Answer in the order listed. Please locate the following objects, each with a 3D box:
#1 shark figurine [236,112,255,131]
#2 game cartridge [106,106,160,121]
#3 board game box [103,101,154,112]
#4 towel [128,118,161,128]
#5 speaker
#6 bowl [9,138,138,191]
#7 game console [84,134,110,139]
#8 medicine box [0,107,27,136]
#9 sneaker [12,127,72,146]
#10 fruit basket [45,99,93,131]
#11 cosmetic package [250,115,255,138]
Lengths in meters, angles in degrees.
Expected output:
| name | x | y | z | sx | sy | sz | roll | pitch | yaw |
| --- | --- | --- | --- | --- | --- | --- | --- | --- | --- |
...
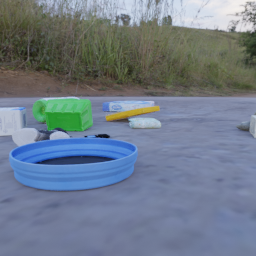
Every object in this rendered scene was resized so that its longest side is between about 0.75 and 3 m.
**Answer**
| name | x | y | z | sx | sy | sz | roll | pitch | yaw |
| --- | --- | --- | --- | --- | --- | --- | --- | --- | --- |
| shark figurine | 5.150 | -0.271 | 10.280 | 1.180 | 1.975 | 0.824 | 27 | 39 | -23 |
| game cartridge | 0.289 | -0.725 | 13.796 | 2.160 | 0.350 | 1.904 | -8 | 2 | 32 |
| board game box | 0.118 | -1.570 | 20.048 | 2.971 | 0.648 | 2.985 | 4 | 9 | 17 |
| towel | 0.674 | -0.225 | 11.894 | 1.223 | 0.344 | 1.429 | -1 | 9 | -5 |
| speaker | -3.331 | -0.927 | 13.853 | 1.194 | 1.194 | 2.700 | 5 | 10 | 30 |
| bowl | -1.019 | 0.629 | 5.531 | 2.438 | 0.479 | 2.438 | 0 | 8 | 0 |
| game console | -1.025 | 0.286 | 9.220 | 0.808 | 0.097 | 0.477 | -4 | 9 | -25 |
| medicine box | -4.670 | -0.254 | 10.173 | 1.728 | 0.889 | 1.574 | -2 | 8 | -13 |
| sneaker | -2.312 | 0.277 | 7.740 | 1.542 | 0.582 | 0.878 | 5 | 7 | -2 |
| fruit basket | -2.302 | -0.543 | 11.290 | 1.932 | 1.393 | 1.932 | -2 | 26 | 1 |
| cosmetic package | 4.601 | -0.056 | 9.688 | 0.553 | 0.655 | 1.268 | 4 | 11 | 16 |
